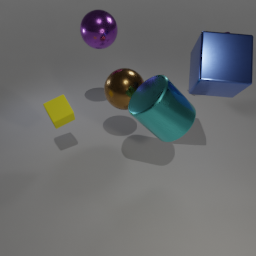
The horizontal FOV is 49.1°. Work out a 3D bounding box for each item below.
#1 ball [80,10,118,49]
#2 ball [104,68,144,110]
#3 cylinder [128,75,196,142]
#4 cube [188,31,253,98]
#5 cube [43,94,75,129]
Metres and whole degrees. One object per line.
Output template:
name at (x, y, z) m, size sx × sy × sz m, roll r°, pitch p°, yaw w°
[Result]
ball at (-1.083, -3.668, 10.462) m, size 1.400 × 1.400 × 1.400 m, roll 0°, pitch 33°, yaw 0°
ball at (-0.109, -1.311, 9.457) m, size 1.400 × 1.400 × 1.400 m, roll 0°, pitch 33°, yaw 0°
cylinder at (0.962, -0.538, 7.940) m, size 1.400 × 1.400 × 1.400 m, roll -34°, pitch 33°, yaw 26°
cube at (2.608, -1.769, 8.056) m, size 1.400 × 1.400 × 1.400 m, roll 5°, pitch -9°, yaw 1°
cube at (-2.159, -0.508, 8.856) m, size 0.700 × 0.700 × 0.700 m, roll -28°, pitch 78°, yaw -14°
